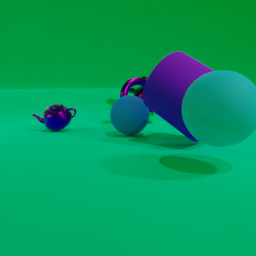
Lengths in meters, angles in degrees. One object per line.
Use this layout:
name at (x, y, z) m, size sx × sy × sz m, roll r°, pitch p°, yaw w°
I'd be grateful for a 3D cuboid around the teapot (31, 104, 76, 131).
teapot at (-1.974, -0.329, 7.560) m, size 1.267 × 0.620 × 0.788 m, roll -11°, pitch 39°, yaw 11°

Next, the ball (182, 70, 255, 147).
ball at (1.329, -0.274, 4.024) m, size 1.090 × 1.090 × 1.090 m, roll 0°, pitch 9°, yaw 0°

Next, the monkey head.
monkey head at (0.701, -1.461, 11.925) m, size 1.896 × 1.143 × 1.364 m, roll 49°, pitch 0°, yaw 38°

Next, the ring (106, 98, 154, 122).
ring at (0.065, -0.597, 9.382) m, size 1.709 × 0.342 × 1.709 m, roll 19°, pitch 5°, yaw -2°

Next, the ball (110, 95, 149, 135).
ball at (0.043, -0.317, 6.905) m, size 0.972 × 0.972 × 0.972 m, roll 0°, pitch 9°, yaw 0°

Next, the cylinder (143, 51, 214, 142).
cylinder at (1.259, -0.658, 5.826) m, size 1.391 × 1.391 × 1.391 m, roll 40°, pitch 29°, yaw 26°

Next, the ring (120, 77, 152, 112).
ring at (0.411, -1.218, 10.966) m, size 1.543 × 1.543 × 0.309 m, roll -4°, pitch 1°, yaw -23°
